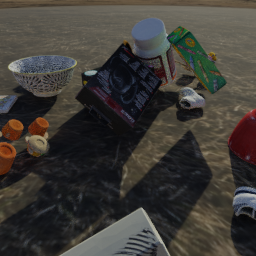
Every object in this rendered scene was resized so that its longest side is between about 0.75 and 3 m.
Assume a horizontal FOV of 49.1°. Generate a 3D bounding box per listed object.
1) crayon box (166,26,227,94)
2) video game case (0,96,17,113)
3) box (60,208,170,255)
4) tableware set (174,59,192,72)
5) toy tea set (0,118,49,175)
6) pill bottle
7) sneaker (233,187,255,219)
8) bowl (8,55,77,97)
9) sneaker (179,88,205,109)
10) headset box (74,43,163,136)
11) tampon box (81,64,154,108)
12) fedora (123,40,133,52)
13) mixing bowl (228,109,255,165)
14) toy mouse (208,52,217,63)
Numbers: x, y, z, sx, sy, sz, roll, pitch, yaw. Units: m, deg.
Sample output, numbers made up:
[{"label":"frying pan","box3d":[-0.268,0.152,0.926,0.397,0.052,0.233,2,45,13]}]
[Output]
[{"label":"crayon box","box3d":[2.509,-2.512,10.327,0.706,2.424,1.440,-38,23,14]},{"label":"video game case","box3d":[-5.583,-0.989,11.586,1.582,0.181,1.440,-2,29,-3]},{"label":"box","box3d":[-0.458,2.268,4.378,2.221,0.913,0.759,-30,36,-5]},{"label":"tableware set","box3d":[3.323,-2.910,14.078,2.197,0.305,2.630,30,17,31]},{"label":"toy tea set","box3d":[-3.338,0.497,8.342,2.560,0.948,1.523,-11,60,-55]},{"label":"pill bottle","box3d":[1.184,-3.269,12.533,1.644,2.880,1.644,-9,54,13]},{"label":"sneaker","box3d":[3.217,1.839,6.288,1.626,0.621,0.655,4,37,21]},{"label":"bowl","box3d":[-3.732,-2.249,12.601,2.893,1.358,2.893,1,28,0]},{"label":"sneaker","box3d":[2.426,-1.265,11.708,0.860,0.548,1.489,-11,32,-25]},{"label":"headset box","box3d":[-0.291,-1.174,9.074,1.924,0.998,2.585,40,57,-11]},{"label":"tampon box","box3d":[-0.355,-1.646,11.319,1.812,1.527,2.418,23,39,36]},{"label":"fedora","box3d":[-0.120,-3.122,11.504,0.395,0.969,0.969,-15,23,24]},{"label":"mixing bowl","box3d":[4.354,0.107,8.619,2.265,1.226,2.265,0,29,0]},{"label":"toy mouse","box3d":[4.682,-4.430,17.444,1.806,0.393,2.032,-4,30,-7]}]
